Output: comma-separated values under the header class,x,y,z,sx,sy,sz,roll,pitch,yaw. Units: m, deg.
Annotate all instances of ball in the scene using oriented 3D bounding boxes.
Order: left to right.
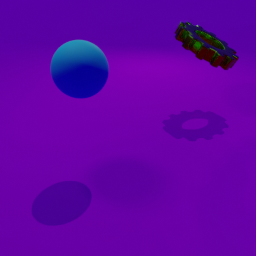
class,x,y,z,sx,sy,sz,roll,pitch,yaw
ball,-0.892,-1.083,5.228,1.067,1.067,1.067,0,28,0

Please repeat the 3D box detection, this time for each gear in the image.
class,x,y,z,sx,sy,sz,roll,pitch,yaw
gear,2.254,-2.389,8.054,1.908,0.353,1.908,20,37,-16
